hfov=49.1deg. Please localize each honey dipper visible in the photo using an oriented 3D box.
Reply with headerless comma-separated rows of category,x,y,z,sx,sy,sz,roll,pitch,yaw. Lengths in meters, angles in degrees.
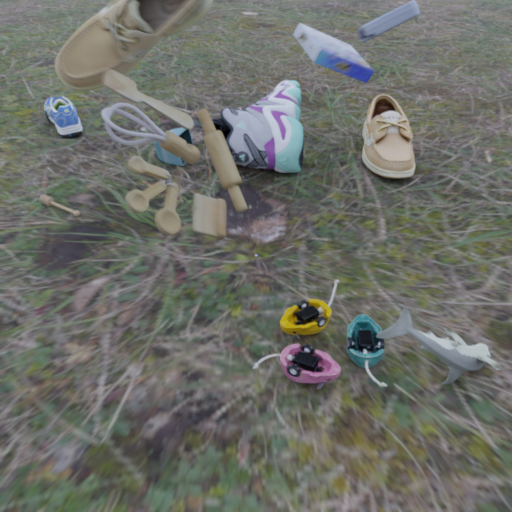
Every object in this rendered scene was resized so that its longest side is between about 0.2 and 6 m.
honey dipper,-3.561,-0.904,10.185,0.917,0.174,0.174,20,41,23

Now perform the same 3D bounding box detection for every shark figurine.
shark figurine,2.289,1.249,6.853,1.485,0.620,0.888,20,17,-13

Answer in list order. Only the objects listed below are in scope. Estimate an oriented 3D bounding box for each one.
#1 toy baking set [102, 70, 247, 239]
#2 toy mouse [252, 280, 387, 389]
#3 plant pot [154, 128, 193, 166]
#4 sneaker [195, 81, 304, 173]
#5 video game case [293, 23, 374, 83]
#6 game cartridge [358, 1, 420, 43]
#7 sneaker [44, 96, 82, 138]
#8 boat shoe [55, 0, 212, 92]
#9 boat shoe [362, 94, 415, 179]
toy baking set,-1.016,-1.316,7.208,1.837,2.394,0.279,-14,-7,-46
toy mouse,0.971,1.231,7.082,1.947,0.377,1.730,-26,43,-31
plant pot,-1.752,-2.292,11.729,0.646,0.634,0.632,4,35,23
sneaker,-0.161,-2.903,11.994,2.235,1.242,3.195,1,36,0
video game case,1.339,-3.530,9.769,1.176,0.267,1.066,10,38,-30
game cartridge,2.028,-3.579,8.572,0.883,0.271,1.327,-19,15,12
sneaker,-4.547,-3.437,13.170,0.711,0.723,1.878,-22,40,-24
boat shoe,-1.885,-3.480,8.440,2.734,0.986,0.888,-31,7,-1
boat shoe,2.749,-2.591,11.793,1.035,0.971,2.808,0,36,0
